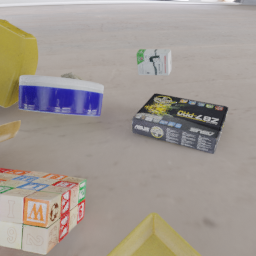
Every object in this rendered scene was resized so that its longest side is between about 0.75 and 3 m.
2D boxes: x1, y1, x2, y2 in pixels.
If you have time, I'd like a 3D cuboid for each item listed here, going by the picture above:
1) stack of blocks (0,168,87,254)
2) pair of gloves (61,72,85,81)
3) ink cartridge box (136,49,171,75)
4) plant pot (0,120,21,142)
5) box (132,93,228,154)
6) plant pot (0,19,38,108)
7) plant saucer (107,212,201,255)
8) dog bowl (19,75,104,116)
[{"bbox_3d":[-2.369,1.316,5.131,2.806,0.822,1.616,5,3,12],"label":"stack of blocks"},{"bbox_3d":[-1.930,-1.180,9.017,1.481,1.259,0.260,-17,45,29],"label":"pair of gloves"},{"bbox_3d":[0.875,-2.187,9.318,1.071,0.785,0.445,4,35,18],"label":"ink cartridge box"},{"bbox_3d":[-3.641,0.417,6.216,2.631,0.362,2.631,-20,7,2],"label":"plant pot"},{"bbox_3d":[1.648,-0.252,8.714,2.531,0.621,2.040,15,36,21],"label":"box"},{"bbox_3d":[-4.309,-2.381,9.494,2.213,2.278,2.227,28,16,-9],"label":"plant pot"},{"bbox_3d":[0.375,2.221,3.914,1.493,0.362,1.493,-38,60,-23],"label":"plant saucer"},{"bbox_3d":[-2.031,-0.959,8.627,2.501,0.985,2.501,6,4,0],"label":"dog bowl"}]
